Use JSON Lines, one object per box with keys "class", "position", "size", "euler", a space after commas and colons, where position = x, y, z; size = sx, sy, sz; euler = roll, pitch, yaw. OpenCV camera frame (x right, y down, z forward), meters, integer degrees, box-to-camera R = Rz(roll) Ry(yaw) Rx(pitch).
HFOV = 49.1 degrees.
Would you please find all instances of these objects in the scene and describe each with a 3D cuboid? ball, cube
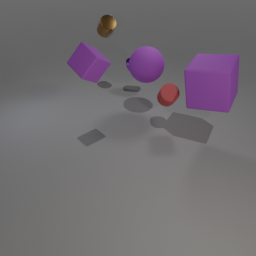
{"class": "ball", "position": [0.725, -2.472, 10.975], "size": [1.400, 1.400, 1.400], "euler": [0, 32, 0]}
{"class": "cube", "position": [-1.033, -1.726, 7.445], "size": [0.700, 0.700, 0.700], "euler": [46, 18, 20]}
{"class": "cube", "position": [2.761, -1.505, 9.174], "size": [1.400, 1.400, 1.400], "euler": [9, 38, 28]}

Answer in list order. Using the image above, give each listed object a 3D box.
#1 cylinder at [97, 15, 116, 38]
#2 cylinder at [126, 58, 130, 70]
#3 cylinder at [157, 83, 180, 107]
{"class": "cylinder", "position": [-0.918, -4.317, 11.909], "size": [0.700, 0.700, 0.700], "euler": [-13, -4, -20]}
{"class": "cylinder", "position": [0.378, -3.036, 13.148], "size": [0.700, 0.700, 0.700], "euler": [-11, 23, 34]}
{"class": "cylinder", "position": [1.473, -1.208, 10.306], "size": [0.700, 0.700, 0.700], "euler": [-3, -10, -5]}
